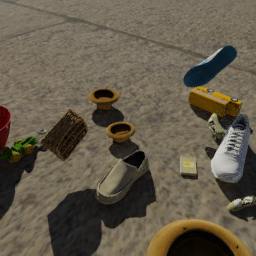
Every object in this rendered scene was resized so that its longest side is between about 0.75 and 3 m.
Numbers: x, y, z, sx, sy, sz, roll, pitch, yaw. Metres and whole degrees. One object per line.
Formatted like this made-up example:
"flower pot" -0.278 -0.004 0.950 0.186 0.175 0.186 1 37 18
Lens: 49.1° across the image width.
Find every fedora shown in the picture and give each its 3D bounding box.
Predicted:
"fedora" -0.278 0.216 10.784 1.133 0.462 1.133 -2 39 1
"fedora" 1.580 3.343 6.268 2.629 1.072 2.629 1 36 0
"fedora" -1.066 -1.249 12.554 1.471 0.600 1.471 -1 36 1

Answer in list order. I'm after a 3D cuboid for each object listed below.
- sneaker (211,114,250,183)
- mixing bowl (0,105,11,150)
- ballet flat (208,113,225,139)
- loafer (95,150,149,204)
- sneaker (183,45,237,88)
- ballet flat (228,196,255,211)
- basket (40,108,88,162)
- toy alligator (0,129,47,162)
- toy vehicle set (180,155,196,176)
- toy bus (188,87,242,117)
"sneaker" 3.623 0.652 9.680 1.096 1.154 2.868 17 42 17
"mixing bowl" -5.293 0.311 9.895 2.478 1.342 2.478 1 36 -1
"ballet flat" 3.454 -0.096 11.205 0.510 0.510 1.443 -1 39 -2
"loafer" -0.172 1.448 8.917 0.890 0.803 2.351 24 44 28
"sneaker" 3.266 -2.360 11.226 2.277 0.871 0.920 -33 -1 16
"ballet flat" 3.400 2.221 8.337 0.929 0.328 0.328 -10 39 -12
"basket" -1.918 0.213 8.915 1.053 1.008 1.413 42 66 -10
"toy alligator" -3.733 0.710 10.158 0.699 0.507 2.110 23 38 27
"toy vehicle set" 2.079 1.289 9.689 0.516 0.110 0.830 5 38 6
"toy bus" 3.807 -1.127 12.311 2.142 0.697 0.839 29 46 32
